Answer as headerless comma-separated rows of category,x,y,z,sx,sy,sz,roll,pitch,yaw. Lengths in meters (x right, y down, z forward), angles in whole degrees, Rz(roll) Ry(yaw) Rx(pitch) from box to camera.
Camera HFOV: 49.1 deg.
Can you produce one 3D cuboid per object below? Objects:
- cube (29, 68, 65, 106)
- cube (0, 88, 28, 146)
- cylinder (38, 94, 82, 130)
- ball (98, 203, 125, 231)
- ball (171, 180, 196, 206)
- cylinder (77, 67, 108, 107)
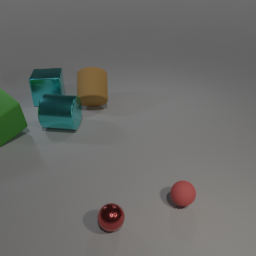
cube,-3.881,-2.002,13.615,1.400,1.400,1.400,-4,32,-6
cube,-4.889,-0.432,10.485,1.400,1.400,1.400,34,58,21
cylinder,-2.729,-0.655,11.406,1.400,1.400,1.400,4,32,6
ball,-0.433,2.293,7.214,0.700,0.700,0.700,0,31,0
ball,1.541,1.819,7.814,0.700,0.700,0.700,0,31,0
cylinder,-1.645,-1.871,12.912,1.400,1.400,1.400,-2,74,-4
